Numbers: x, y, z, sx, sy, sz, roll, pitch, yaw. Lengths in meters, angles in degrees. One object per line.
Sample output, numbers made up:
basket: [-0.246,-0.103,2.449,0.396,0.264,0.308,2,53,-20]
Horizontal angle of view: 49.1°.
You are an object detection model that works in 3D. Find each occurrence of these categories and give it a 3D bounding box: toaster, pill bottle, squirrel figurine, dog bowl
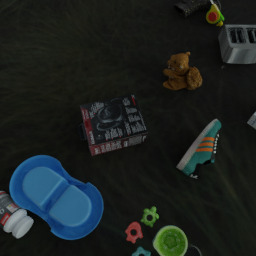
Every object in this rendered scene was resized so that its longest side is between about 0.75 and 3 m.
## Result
toaster: [4.293,-3.160,10.653,1.444,0.948,1.597,1,63,1]
pill bottle: [-3.332,2.425,7.853,1.286,0.745,0.745,33,67,16]
squirrel figurine: [1.995,-1.984,9.798,1.466,1.368,1.037,28,66,14]
dog bowl: [-2.014,2.012,8.092,2.890,0.716,1.611,31,67,16]

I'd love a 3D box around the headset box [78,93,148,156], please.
headset box: [-0.568,-0.108,9.137,2.097,0.810,1.561,-15,63,-6]

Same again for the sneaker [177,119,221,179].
sneaker: [2.441,0.673,8.823,0.844,0.754,2.111,37,73,12]

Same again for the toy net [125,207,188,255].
toy net: [0.121,1.985,4.103,0.836,0.308,1.593,39,82,11]

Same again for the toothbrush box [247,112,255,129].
toothbrush box: [4.963,-0.191,9.278,1.482,0.632,1.085,41,70,19]

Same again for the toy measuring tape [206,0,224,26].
toy measuring tape: [3.372,-4.892,11.585,0.609,0.609,1.656,-36,96,-17]

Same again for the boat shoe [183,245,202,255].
boat shoe: [0.826,3.851,7.049,2.661,0.900,0.956,-26,64,-15]

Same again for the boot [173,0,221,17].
boot: [2.910,-5.104,11.921,1.442,0.573,1.656,-36,57,-16]
